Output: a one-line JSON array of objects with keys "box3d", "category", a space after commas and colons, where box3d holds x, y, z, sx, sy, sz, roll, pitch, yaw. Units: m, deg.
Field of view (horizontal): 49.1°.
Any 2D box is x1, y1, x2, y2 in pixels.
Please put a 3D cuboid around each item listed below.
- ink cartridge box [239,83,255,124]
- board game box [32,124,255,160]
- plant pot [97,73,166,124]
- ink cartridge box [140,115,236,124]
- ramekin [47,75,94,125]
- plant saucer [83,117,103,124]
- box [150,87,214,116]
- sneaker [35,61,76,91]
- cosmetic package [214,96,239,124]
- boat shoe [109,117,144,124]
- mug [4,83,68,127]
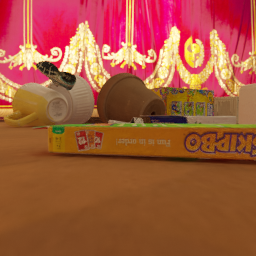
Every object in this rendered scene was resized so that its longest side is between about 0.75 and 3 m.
[{"box3d": [2.971, -0.257, 4.089, 1.548, 0.932, 2.131, 0, 4, -27], "category": "ink cartridge box"}, {"box3d": [0.343, 0.094, 2.928, 2.421, 0.363, 1.156, 3, 2, 16], "category": "board game box"}, {"box3d": [0.204, -0.535, 7.224, 1.564, 1.564, 1.364, -2, 21, -43], "category": "plant pot"}, {"box3d": [1.389, -0.084, 6.273, 2.146, 0.421, 1.067, 0, 2, -38], "category": "ink cartridge box"}, {"box3d": [-2.606, -1.147, 11.996, 2.255, 2.255, 1.050, 2, 14, 34], "category": "ramekin"}, {"box3d": [-1.962, -0.444, 15.376, 2.612, 0.385, 2.612, -1, 2, 0], "category": "plant saucer"}, {"box3d": [1.709, -0.759, 10.735, 2.167, 1.372, 2.249, -1, 2, -27], "category": "box"}, {"box3d": [-2.571, -1.766, 9.797, 1.495, 0.580, 0.645, 29, -39, -3], "category": "sneaker"}, {"box3d": [4.096, -0.817, 13.399, 2.514, 1.301, 0.919, 3, 4, 39], "category": "cosmetic package"}, {"box3d": [0.122, -0.017, 5.130, 1.054, 0.361, 0.380, -1, 2, -19], "category": "boat shoe"}, {"box3d": [-3.230, -0.616, 10.432, 1.715, 2.089, 1.673, 13, -22, 39], "category": "mug"}]
